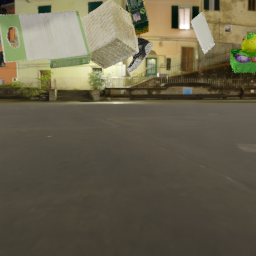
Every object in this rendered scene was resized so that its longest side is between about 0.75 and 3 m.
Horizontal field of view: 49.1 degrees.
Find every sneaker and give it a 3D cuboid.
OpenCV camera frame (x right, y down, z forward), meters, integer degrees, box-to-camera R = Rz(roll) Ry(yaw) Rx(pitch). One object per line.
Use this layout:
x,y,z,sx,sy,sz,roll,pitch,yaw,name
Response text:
0.262,-2.757,10.302,0.771,1.355,0.511,40,7,4,sneaker

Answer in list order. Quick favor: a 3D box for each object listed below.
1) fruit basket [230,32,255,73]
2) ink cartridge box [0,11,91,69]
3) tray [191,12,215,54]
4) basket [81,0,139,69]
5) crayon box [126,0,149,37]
3.552,-2.174,8.134,1.089,1.089,0.786,0,50,-3,fruit basket
-2.119,-2.252,7.186,2.052,1.493,0.492,-11,-20,-16,ink cartridge box
2.677,-3.407,10.113,0.717,1.335,0.148,-45,30,-23,tray
-0.667,-2.999,9.132,1.539,1.525,1.237,-19,-20,33,basket
0.254,-3.261,7.783,0.439,1.096,1.727,-15,7,6,crayon box
